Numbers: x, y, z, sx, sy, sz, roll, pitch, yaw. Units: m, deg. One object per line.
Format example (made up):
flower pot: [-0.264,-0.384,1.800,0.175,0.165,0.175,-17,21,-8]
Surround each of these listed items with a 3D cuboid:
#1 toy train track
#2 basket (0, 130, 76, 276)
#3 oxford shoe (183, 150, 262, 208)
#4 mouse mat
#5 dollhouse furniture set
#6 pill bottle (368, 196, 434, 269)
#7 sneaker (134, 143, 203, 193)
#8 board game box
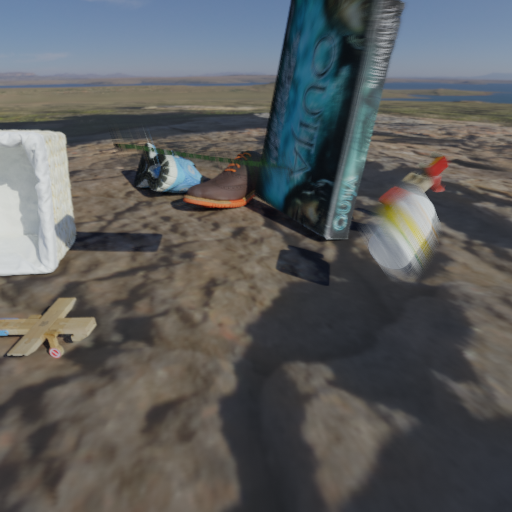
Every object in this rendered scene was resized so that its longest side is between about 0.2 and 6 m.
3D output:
toy train track: [-3.203,1.053,7.442,2.278,0.371,1.306,-2,26,12]
basket: [-4.715,-1.074,10.179,2.493,2.471,2.005,-1,18,-2]
oxford shoe: [-0.546,-2.072,14.586,1.285,1.309,3.610,14,24,34]
mouse mat: [-0.731,-1.282,7.246,2.143,0.081,1.724,7,8,-13]
dollhouse furniture set: [3.406,-1.223,11.491,1.663,0.895,0.677,-40,37,-9]
pill bottle: [2.152,-0.382,8.140,0.638,0.638,1.132,15,47,35]
sneaker: [-2.490,-2.308,15.985,1.490,1.298,3.312,14,12,-29]
board game box: [1.326,-3.046,11.920,0.656,4.657,3.150,-1,22,-30]
